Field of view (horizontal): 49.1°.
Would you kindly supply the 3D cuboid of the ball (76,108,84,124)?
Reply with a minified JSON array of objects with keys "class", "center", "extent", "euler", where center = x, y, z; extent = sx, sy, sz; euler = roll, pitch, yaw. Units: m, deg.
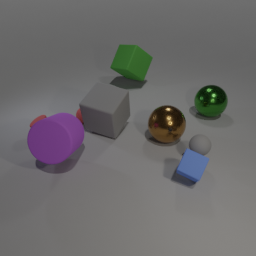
[{"class":"ball","center":[-1.828,-0.534,11.748],"extent":[0.700,0.700,0.700],"euler":[0,30,0]}]

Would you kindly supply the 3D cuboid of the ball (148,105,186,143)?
[{"class":"ball","center":[1.431,-0.144,10.344],"extent":[1.400,1.400,1.400],"euler":[0,30,0]}]

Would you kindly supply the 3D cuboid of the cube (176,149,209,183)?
[{"class":"cube","center":[1.888,1.114,8.234],"extent":[0.700,0.700,0.700],"euler":[25,79,15]}]

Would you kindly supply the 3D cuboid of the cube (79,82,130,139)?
[{"class":"cube","center":[-0.841,-0.689,10.805],"extent":[1.400,1.400,1.400],"euler":[17,51,18]}]

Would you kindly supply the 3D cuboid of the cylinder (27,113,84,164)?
[{"class":"cylinder","center":[-2.244,0.290,8.931],"extent":[1.400,1.400,1.400],"euler":[3,11,6]}]

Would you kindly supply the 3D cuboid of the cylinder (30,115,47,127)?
[{"class":"cylinder","center":[-3.208,-0.024,10.562],"extent":[0.700,0.700,0.700],"euler":[-24,30,14]}]

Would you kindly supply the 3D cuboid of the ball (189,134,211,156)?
[{"class":"ball","center":[2.314,0.547,8.984],"extent":[0.700,0.700,0.700],"euler":[0,30,0]}]

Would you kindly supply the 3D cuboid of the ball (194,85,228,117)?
[{"class":"ball","center":[3.579,-1.160,12.110],"extent":[1.400,1.400,1.400],"euler":[0,30,0]}]

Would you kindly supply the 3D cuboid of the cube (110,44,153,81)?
[{"class":"cube","center":[0.188,-3.484,14.937],"extent":[1.400,1.400,1.400],"euler":[24,-3,-44]}]
